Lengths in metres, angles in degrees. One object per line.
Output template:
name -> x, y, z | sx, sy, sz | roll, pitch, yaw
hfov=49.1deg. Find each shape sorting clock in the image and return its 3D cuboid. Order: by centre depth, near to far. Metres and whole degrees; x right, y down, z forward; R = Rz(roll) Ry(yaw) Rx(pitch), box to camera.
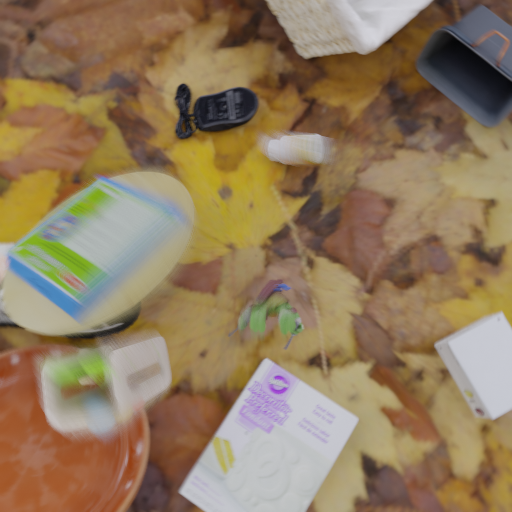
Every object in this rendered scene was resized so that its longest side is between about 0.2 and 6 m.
shape sorting clock -> -1.907, -0.109, 6.764 | 2.537, 0.498, 2.537 | -12, 42, 11

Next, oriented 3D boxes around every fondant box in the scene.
fondant box -> 0.173, 2.580, 7.329 | 1.453, 0.587, 2.015 | 32, 78, 7

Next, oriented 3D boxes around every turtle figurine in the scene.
turtle figurine -> 0.198, 0.907, 7.254 | 0.791, 1.066, 1.100 | 36, 94, 1

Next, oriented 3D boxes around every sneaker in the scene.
sneaker -> -3.011, 0.377, 7.546 | 2.983, 1.100, 1.193 | 7, 58, 0

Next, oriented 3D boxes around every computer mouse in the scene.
computer mouse -> -0.582, -2.234, 8.587 | 1.319, 0.348, 0.914 | -4, 79, 11

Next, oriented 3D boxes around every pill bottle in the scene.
pill bottle -> 0.563, -1.545, 8.150 | 0.744, 0.413, 0.413 | 3, 76, 23

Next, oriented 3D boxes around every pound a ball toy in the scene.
pound a ball toy -> -1.819, 1.506, 6.515 | 1.311, 2.010, 0.854 | -10, 85, 6

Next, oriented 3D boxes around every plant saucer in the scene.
plant saucer -> -2.723, 2.404, 6.973 | 2.735, 0.441, 2.735 | 5, 51, -7

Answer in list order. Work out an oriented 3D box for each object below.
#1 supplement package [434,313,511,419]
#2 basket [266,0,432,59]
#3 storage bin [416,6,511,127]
supplement package -> 3.136, 1.482, 7.559 | 0.872, 0.621, 1.119 | -27, 78, -6
basket -> 1.309, -4.463, 7.767 | 2.493, 2.005, 2.470 | -42, 115, -7
storage bin -> 3.457, -2.982, 8.398 | 1.603, 1.167, 1.077 | 42, 70, 9
